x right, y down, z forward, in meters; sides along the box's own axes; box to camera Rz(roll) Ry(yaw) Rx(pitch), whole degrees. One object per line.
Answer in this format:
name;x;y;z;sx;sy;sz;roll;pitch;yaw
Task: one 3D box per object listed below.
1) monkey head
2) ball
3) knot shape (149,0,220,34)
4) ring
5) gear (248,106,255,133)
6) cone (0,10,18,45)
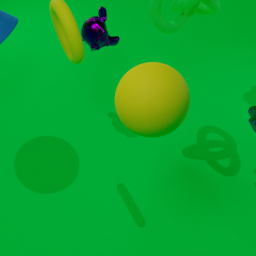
monkey head;-0.673;-2.285;6.740;0.867;1.205;0.726;-13;74;-37
ball;0.303;-0.345;3.515;0.933;0.933;0.933;0;51;0
knot shape;1.266;-2.606;5.544;1.546;1.447;0.715;-20;80;-25
ring;-1.001;-1.571;4.607;0.213;1.065;1.065;-25;55;-14
gear;3.271;-0.396;5.609;1.610;0.298;1.610;-31;26;17
cone;-3.270;-2.188;5.195;1.640;1.646;1.640;-22;42;21
